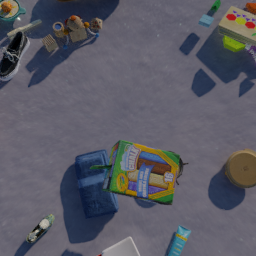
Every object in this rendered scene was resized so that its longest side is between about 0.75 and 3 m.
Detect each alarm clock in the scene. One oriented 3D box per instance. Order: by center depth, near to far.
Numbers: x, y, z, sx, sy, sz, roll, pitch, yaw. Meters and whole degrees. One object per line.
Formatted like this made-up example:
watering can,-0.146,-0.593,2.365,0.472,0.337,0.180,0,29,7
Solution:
alarm clock,1.086,1.113,8.558,1.338,0.446,0.903,27,77,5

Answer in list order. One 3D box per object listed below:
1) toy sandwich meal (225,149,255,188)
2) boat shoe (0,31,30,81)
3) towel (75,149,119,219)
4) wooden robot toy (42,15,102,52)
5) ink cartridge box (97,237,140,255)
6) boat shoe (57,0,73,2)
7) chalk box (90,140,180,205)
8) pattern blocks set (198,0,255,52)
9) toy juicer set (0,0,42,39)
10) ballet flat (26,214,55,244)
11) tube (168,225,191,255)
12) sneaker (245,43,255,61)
toy sandwich meal,3.538,1.223,8.565,1.254,0.430,1.254,0,78,2
boat shoe,-3.911,-2.449,9.441,0.650,0.602,1.761,26,76,7
towel,-0.955,1.669,8.392,1.078,0.469,1.931,-13,75,-3
wooden robot toy,-1.927,-3.490,9.507,2.264,1.027,0.997,-22,76,-6
ink cartridge box,-0.252,4.363,7.673,1.786,0.453,2.027,-26,76,-8
boat shoe,-1.315,-5.313,9.999,2.916,1.039,0.941,-6,75,0
chalk box,0.069,0.978,6.313,1.805,1.127,1.119,16,75,-10
pattern blocks set,4.059,-3.498,9.696,2.923,0.237,2.569,38,66,17
toy juicer set,-4.392,-3.986,9.857,2.255,0.613,1.434,36,78,9
ballet flat,-2.541,2.939,8.114,0.377,0.377,1.015,38,78,10
tube,1.446,3.368,8.067,0.405,0.264,1.046,30,72,-6
sneaker,4.410,-2.473,9.578,1.041,0.377,0.593,32,80,8
